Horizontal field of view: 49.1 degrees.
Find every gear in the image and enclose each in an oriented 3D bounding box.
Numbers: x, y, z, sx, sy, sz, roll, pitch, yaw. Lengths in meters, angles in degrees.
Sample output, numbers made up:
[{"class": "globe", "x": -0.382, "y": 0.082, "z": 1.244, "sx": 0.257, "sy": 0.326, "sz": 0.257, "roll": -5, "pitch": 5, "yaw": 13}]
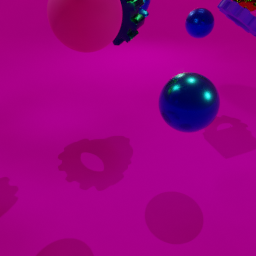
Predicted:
[{"class": "gear", "x": 3.119, "y": -3.015, "z": 7.680, "sx": 1.449, "sy": 0.268, "sz": 1.449, "roll": 31, "pitch": 22, "yaw": -14}, {"class": "gear", "x": -0.461, "y": -2.822, "z": 6.444, "sx": 1.835, "sy": 1.835, "sz": 0.339, "roll": 23, "pitch": 56, "yaw": 32}]

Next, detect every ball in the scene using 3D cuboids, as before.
[{"class": "ball", "x": -0.626, "y": -1.668, "z": 4.110, "sx": 1.084, "sy": 1.084, "sz": 1.084, "roll": 0, "pitch": 33, "yaw": 0}, {"class": "ball", "x": 2.694, "y": -3.931, "z": 10.527, "sx": 1.084, "sy": 1.084, "sz": 1.084, "roll": 0, "pitch": 33, "yaw": 0}, {"class": "ball", "x": 1.125, "y": -0.469, "z": 5.209, "sx": 1.118, "sy": 1.118, "sz": 1.118, "roll": 0, "pitch": 33, "yaw": 0}]

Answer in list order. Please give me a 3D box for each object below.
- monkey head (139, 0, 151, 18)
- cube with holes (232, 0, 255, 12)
[{"class": "monkey head", "x": -0.063, "y": -3.143, "z": 6.846, "sx": 1.199, "sy": 1.004, "sz": 1.667, "roll": -21, "pitch": 78, "yaw": -3}, {"class": "cube with holes", "x": 3.253, "y": -3.710, "z": 7.140, "sx": 0.927, "sy": 0.927, "sz": 0.927, "roll": -59, "pitch": 22, "yaw": -12}]
